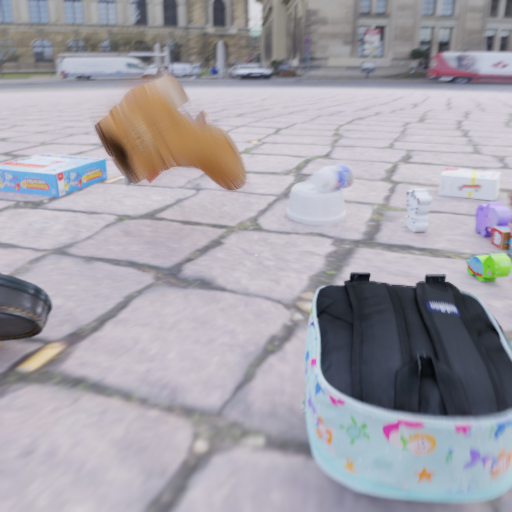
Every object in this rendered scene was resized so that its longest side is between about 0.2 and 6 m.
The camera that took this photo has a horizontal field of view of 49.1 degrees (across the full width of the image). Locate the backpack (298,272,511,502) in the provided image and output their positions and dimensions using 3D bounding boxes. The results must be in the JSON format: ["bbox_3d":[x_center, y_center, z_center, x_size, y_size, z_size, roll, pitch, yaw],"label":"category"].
[{"bbox_3d":[1.215,1.098,4.557,1.727,1.465,1.945,3,18,3],"label":"backpack"}]

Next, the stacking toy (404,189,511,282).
[{"bbox_3d":[4.453,-0.493,9.764,2.619,0.816,3.473,-3,21,-8],"label":"stacking toy"}]

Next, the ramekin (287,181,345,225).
[{"bbox_3d":[1.257,-1.126,11.637,1.219,0.640,1.219,1,22,-1],"label":"ramekin"}]

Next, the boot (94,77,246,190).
[{"bbox_3d":[-1.410,-1.783,9.693,0.965,2.518,1.955,-20,23,43],"label":"boot"}]

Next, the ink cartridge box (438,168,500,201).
[{"bbox_3d":[5.115,-1.729,13.407,1.276,0.532,0.926,10,23,25],"label":"ink cartridge box"}]

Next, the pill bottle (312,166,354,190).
[{"bbox_3d":[1.536,-1.556,11.216,0.830,0.465,0.465,-12,24,-38],"label":"pill bottle"}]

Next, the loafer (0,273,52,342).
[{"bbox_3d":[-4.006,0.854,5.976,3.434,1.250,1.241,-2,54,-11],"label":"loafer"}]

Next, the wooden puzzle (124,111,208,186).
[{"bbox_3d":[-1.774,-2.169,11.304,2.275,0.160,1.349,-45,-4,-9],"label":"wooden puzzle"}]

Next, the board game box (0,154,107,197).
[{"bbox_3d":[-5.272,-2.102,14.336,2.071,0.579,2.028,8,22,20],"label":"board game box"}]
